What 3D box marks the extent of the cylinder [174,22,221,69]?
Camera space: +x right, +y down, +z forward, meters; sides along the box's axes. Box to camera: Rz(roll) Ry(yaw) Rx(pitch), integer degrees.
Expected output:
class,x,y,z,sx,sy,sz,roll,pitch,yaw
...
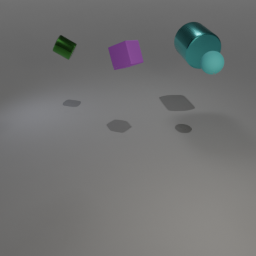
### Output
class,x,y,z,sx,sy,sz,roll,pitch,yaw
cylinder,2.676,-3.229,10.907,1.400,1.400,1.400,-6,37,-10

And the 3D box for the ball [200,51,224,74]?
class,x,y,z,sx,sy,sz,roll,pitch,yaw
ball,2.568,-1.991,8.549,0.700,0.700,0.700,0,29,0

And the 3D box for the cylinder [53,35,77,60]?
class,x,y,z,sx,sy,sz,roll,pitch,yaw
cylinder,-2.461,-3.133,10.908,0.700,0.700,0.700,28,26,-13

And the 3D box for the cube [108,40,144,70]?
class,x,y,z,sx,sy,sz,roll,pitch,yaw
cube,-0.060,-2.229,8.551,0.700,0.700,0.700,-9,11,37
